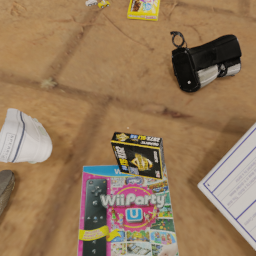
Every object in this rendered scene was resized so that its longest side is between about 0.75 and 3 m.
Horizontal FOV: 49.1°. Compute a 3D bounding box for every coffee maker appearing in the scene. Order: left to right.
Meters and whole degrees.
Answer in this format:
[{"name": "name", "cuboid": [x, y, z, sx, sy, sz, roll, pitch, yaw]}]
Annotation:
[{"name": "coffee maker", "cuboid": [2.187, -1.998, 7.717, 1.723, 1.655, 1.160, -25, 36, -22]}]

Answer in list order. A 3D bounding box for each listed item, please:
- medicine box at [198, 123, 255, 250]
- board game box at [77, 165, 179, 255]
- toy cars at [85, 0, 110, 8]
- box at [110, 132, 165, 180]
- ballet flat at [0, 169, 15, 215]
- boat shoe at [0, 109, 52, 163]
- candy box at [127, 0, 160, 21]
[{"name": "medicine box", "cuboid": [3.140, 1.090, 4.583, 2.565, 1.449, 2.816, -52, 53, 16]}, {"name": "board game box", "cuboid": [-0.040, 1.897, 5.342, 1.763, 0.768, 2.390, -2, 50, -1]}, {"name": "toy cars", "cuboid": [-1.158, -4.797, 10.689, 0.950, 0.210, 0.426, 11, 54, 8]}, {"name": "box", "cuboid": [0.216, 0.533, 5.180, 0.882, 1.104, 0.273, 9, 54, 17]}, {"name": "ballet flat", "cuboid": [-2.852, 1.843, 5.605, 0.765, 0.526, 2.270, -11, 42, 20]}, {"name": "boat shoe", "cuboid": [-2.229, 0.274, 5.947, 0.967, 2.896, 1.065, 19, 93, -23]}, {"name": "candy box", "cuboid": [0.667, -4.836, 10.672, 1.118, 0.289, 2.187, 7, 54, 3]}]
